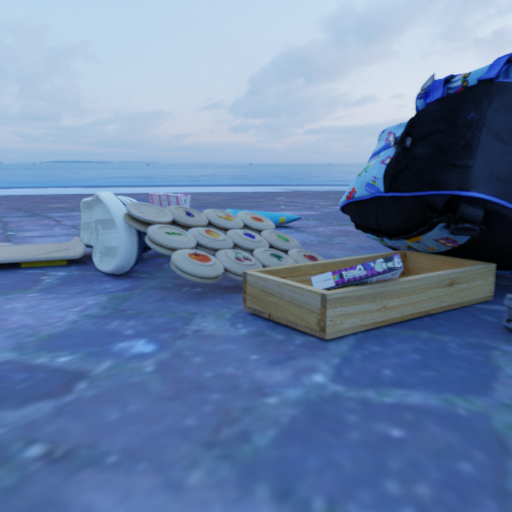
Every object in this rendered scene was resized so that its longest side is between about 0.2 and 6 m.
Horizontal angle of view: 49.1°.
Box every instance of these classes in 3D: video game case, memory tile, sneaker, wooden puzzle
[{"bbox_3d":[1.057,0.247,5.896,0.893,0.176,0.985,-16,-12,8],"label":"video game case"},{"bbox_3d":[-0.378,-0.225,8.078,2.694,0.226,2.065,0,29,-41],"label":"memory tile"},{"bbox_3d":[-2.091,-0.478,9.529,1.420,1.259,3.359,1,11,-24],"label":"sneaker"},{"bbox_3d":[-3.845,-0.010,9.632,1.673,0.311,1.548,-9,12,-22],"label":"wooden puzzle"}]

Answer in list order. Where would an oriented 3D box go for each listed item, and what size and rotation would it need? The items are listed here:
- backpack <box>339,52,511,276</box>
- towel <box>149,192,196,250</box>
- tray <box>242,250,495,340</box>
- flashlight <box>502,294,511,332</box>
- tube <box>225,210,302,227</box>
[{"bbox_3d":[3.098,-1.008,7.952,3.267,2.408,3.579,18,-5,-20],"label":"backpack"},{"bbox_3d":[-1.589,-0.642,10.676,0.235,1.150,1.571,-14,15,-29],"label":"towel"},{"bbox_3d":[1.370,0.366,6.544,2.794,0.517,1.378,-7,12,-36],"label":"tray"},{"bbox_3d":[3.025,0.575,4.714,0.682,0.685,2.015,-3,11,-14],"label":"flashlight"},{"bbox_3d":[0.140,-0.932,14.572,2.062,0.520,0.798,-2,-4,-30],"label":"tube"}]
